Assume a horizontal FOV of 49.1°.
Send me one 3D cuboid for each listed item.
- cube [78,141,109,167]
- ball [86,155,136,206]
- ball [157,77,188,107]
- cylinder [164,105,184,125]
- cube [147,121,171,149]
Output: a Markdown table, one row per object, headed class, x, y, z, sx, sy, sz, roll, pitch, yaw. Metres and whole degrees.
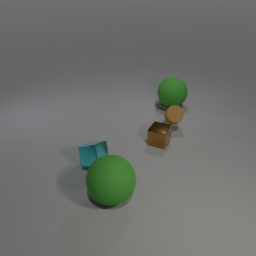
| class | x | y | z | sx | sy | sz | roll | pitch | yaw |
| --- | --- | --- | --- | --- | --- | --- | --- | --- | --- |
| cube | -1.124 | 0.852 | 9.281 | 0.700 | 0.700 | 0.700 | -7 | 7 | 29 |
| ball | -0.472 | 1.445 | 7.827 | 1.400 | 1.400 | 1.400 | 0 | 29 | 0 |
| ball | 2.086 | -1.680 | 13.132 | 1.400 | 1.400 | 1.400 | 0 | 29 | 0 |
| cylinder | 1.876 | -0.523 | 11.477 | 0.700 | 0.700 | 0.700 | 0 | -6 | 1 |
| cube | 1.190 | 0.261 | 10.606 | 0.700 | 0.700 | 0.700 | 13 | 36 | 24 |
